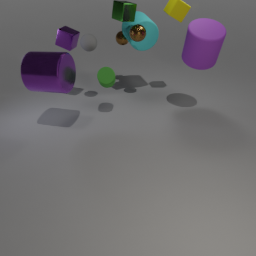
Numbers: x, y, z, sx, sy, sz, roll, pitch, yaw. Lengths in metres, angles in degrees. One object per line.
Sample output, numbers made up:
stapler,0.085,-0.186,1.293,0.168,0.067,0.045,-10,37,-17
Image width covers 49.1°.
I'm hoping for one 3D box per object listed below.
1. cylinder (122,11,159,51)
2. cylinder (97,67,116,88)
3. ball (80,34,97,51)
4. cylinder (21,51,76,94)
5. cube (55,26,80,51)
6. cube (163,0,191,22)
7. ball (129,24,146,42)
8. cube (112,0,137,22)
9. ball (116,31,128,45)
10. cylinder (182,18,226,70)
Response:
cylinder,0.544,-4.502,12.993,1.400,1.400,1.400,-8,39,-14
cylinder,-0.856,-2.020,11.216,0.700,0.700,0.700,0,-3,-1
ball,-1.613,-3.512,11.528,0.700,0.700,0.700,0,30,0
cylinder,-2.739,-1.944,9.781,1.400,1.400,1.400,5,30,13
cube,-2.527,-3.755,11.722,0.700,0.700,0.700,24,34,1
cube,2.016,-4.914,11.546,0.700,0.700,0.700,19,29,-28
ball,0.411,-3.940,11.625,0.700,0.700,0.700,0,30,0
cube,-0.160,-4.776,11.454,0.700,0.700,0.700,-17,39,-38
ball,-0.271,-4.494,13.994,0.700,0.700,0.700,0,30,0
cylinder,2.877,-3.213,10.767,1.400,1.400,1.400,1,53,-1
